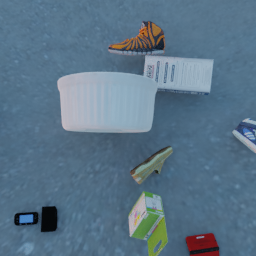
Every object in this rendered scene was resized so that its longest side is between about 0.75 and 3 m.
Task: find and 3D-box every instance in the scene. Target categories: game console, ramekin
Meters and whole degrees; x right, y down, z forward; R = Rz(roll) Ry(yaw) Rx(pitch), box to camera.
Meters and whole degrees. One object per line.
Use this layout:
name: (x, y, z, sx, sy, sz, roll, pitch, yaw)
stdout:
game console: (-2.561, 2.558, 7.797, 1.164, 0.140, 0.686, -2, 68, -7)
ramekin: (-0.553, -0.565, 7.681, 2.715, 2.715, 1.323, 1, 87, 0)
game console: (2.022, 3.327, 7.613, 0.807, 0.479, 0.695, -7, 39, -4)

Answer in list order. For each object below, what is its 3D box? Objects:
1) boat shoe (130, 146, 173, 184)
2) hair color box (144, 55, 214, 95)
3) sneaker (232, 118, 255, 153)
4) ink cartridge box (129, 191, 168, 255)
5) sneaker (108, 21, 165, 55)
boat shoe: (0.766, 1.083, 8.070, 1.457, 0.522, 0.555, -33, 86, -15)
hair color box: (1.542, -1.645, 8.758, 2.062, 0.624, 1.031, 7, 91, 10)
sneaker: (3.754, 0.175, 8.276, 0.804, 0.443, 1.099, -44, 55, 2)
ink cartridge box: (0.476, 2.481, 7.043, 0.532, 1.039, 1.406, 19, 29, -14)
sneaker: (0.286, -2.930, 9.155, 1.910, 0.741, 1.070, -5, 106, -15)
